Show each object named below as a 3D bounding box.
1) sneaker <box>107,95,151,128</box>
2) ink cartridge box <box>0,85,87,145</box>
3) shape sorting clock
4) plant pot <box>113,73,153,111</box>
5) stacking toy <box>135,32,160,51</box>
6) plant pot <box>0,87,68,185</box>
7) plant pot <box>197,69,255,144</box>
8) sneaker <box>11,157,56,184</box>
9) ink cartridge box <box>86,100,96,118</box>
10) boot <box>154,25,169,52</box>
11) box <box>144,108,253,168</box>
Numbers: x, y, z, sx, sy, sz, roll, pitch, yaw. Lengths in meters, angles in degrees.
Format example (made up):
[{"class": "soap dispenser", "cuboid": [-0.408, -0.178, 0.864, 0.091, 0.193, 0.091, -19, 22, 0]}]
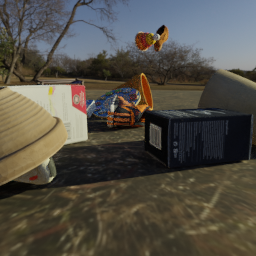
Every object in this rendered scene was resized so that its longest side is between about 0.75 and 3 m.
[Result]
[{"class": "sneaker", "cuboid": [0.070, -0.573, 10.982, 1.578, 1.092, 2.816, 4, 20, 0]}, {"class": "ink cartridge box", "cuboid": [-2.175, -0.318, 7.262, 2.145, 1.583, 0.919, -8, 13, -43]}, {"class": "shape sorting clock", "cuboid": [-0.596, -1.274, 13.457, 2.473, 0.485, 2.473, -10, 36, 7]}, {"class": "plant pot", "cuboid": [0.173, -1.721, 15.163, 1.852, 2.022, 2.022, -13, 6, 17]}, {"class": "stacking toy", "cuboid": [0.714, -2.956, 9.300, 0.650, 0.650, 0.889, -8, 5, -40]}, {"class": "plant pot", "cuboid": [-2.312, 0.057, 4.483, 2.430, 1.121, 2.430, -16, 19, 5]}, {"class": "plant pot", "cuboid": [3.229, -0.384, 7.518, 2.117, 1.982, 1.982, 22, 20, 33]}, {"class": "sneaker", "cuboid": [-2.185, 0.675, 4.503, 2.191, 0.771, 1.024, 8, 31, 28]}, {"class": "ink cartridge box", "cuboid": [-2.310, -0.918, 13.136, 1.407, 0.473, 0.817, 4, 42, 23]}, {"class": "boot", "cuboid": [1.639, -4.542, 13.362, 0.565, 1.534, 1.187, 15, -19, 8]}, {"class": "box", "cuboid": [1.498, 0.137, 6.243, 1.949, 1.017, 1.442, -3, 10, -15]}]
